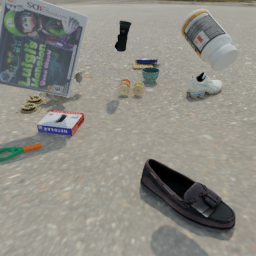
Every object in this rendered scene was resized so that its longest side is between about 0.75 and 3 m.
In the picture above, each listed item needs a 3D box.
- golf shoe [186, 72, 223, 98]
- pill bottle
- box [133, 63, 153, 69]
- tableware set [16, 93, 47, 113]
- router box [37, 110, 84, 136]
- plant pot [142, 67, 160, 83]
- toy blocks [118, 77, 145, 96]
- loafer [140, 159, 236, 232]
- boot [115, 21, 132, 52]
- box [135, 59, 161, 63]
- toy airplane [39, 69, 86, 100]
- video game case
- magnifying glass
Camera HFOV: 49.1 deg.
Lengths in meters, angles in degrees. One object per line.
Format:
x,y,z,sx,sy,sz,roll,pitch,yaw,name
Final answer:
3.764,-2.158,13.352,2.208,1.074,0.865,-19,33,-32,golf shoe
1.819,-1.961,6.278,0.771,0.771,1.324,-16,63,-25,pill bottle
0.890,-3.776,17.061,1.174,0.125,0.959,-2,30,-2,box
-4.237,-1.128,12.315,1.004,0.304,1.519,0,30,0,tableware set
-2.533,-0.217,10.707,1.392,0.340,1.249,6,31,10,router box
1.186,-2.769,14.825,0.935,0.627,0.935,1,30,0,plant pot
0.206,-2.119,13.796,1.229,0.535,1.474,2,30,4,toy blocks
1.408,1.617,7.048,2.672,0.842,0.960,23,37,34,loafer
-0.237,-4.144,12.652,0.548,1.206,1.435,12,30,-2,boot
1.272,-4.158,17.372,1.470,0.238,0.891,4,17,15,box
-2.940,-2.039,12.848,1.922,1.356,1.914,-27,10,19,toy airplane
-3.029,-2.741,9.616,2.724,2.996,0.350,9,17,-27,video game case
-3.625,0.753,9.257,1.497,0.168,0.596,-15,33,-21,magnifying glass
